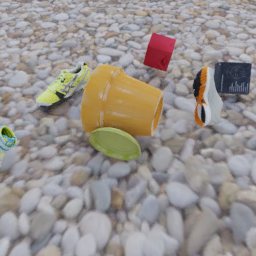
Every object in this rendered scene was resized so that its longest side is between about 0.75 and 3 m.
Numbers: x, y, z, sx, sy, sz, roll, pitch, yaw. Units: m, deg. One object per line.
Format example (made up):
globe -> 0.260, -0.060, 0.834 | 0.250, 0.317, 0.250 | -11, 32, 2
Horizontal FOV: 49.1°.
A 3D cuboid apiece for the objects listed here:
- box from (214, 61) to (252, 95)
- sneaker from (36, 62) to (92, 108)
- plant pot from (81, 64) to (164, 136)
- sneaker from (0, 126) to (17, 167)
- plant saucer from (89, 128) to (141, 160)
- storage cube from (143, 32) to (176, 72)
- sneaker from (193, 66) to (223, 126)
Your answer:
box -> 3.346, -1.593, 9.044 | 0.993, 1.010, 0.626 | 2, 7, -3
sneaker -> -2.105, -1.417, 9.026 | 2.107, 0.805, 0.794 | -40, 47, -24
plant pot -> -0.034, -0.570, 7.498 | 1.767, 1.931, 1.931 | 16, 47, 14
sneaker -> -3.117, 0.635, 6.675 | 0.990, 0.603, 1.516 | -9, 84, 21
plant saucer -> -0.299, 0.374, 6.958 | 1.359, 1.359, 0.211 | 13, 58, 13
storage cube -> 1.103, -2.667, 9.842 | 0.892, 0.848, 0.993 | 18, 54, 3
sneaker -> 2.391, -0.907, 8.187 | 0.796, 1.731, 0.655 | 2, 0, -23
